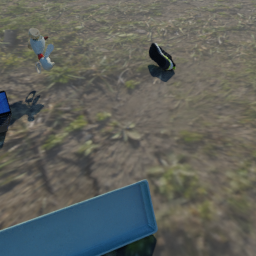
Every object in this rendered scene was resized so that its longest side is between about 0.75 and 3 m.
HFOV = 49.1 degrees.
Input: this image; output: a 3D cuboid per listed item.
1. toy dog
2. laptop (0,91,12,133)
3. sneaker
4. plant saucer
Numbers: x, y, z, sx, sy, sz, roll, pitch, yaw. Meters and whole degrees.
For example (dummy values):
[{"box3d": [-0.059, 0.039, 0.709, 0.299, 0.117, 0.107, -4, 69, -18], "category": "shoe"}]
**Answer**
[{"box3d": [-2.609, -2.431, 8.731, 0.661, 1.373, 0.905, -23, 7, -32], "category": "toy dog"}, {"box3d": [-3.521, -0.328, 7.064, 0.954, 0.556, 1.076, -14, 43, 2], "category": "laptop"}, {"box3d": [1.243, -2.513, 10.061, 0.585, 0.506, 1.412, 0, 49, -35], "category": "sneaker"}, {"box3d": [-0.918, 1.692, 4.445, 2.876, 1.005, 0.273, -16, 11, -19], "category": "plant saucer"}]
